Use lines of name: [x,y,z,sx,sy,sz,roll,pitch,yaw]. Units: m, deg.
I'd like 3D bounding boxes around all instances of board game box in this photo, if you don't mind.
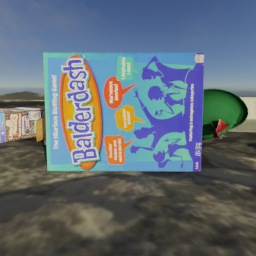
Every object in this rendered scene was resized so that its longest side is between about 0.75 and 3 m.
board game box: [-0.078,-0.305,5.486,2.970,2.259,0.668,-1,8,1]
board game box: [-3.844,-0.162,9.295,1.500,0.911,1.882,5,9,34]

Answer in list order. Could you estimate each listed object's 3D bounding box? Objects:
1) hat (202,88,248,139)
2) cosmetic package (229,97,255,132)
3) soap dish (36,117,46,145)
hat: [2.477,0.256,8.498,2.135,2.268,2.577,-21,-46,40]
cosmetic package: [3.597,-0.474,10.100,2.447,0.894,1.267,3,-21,11]
soap dish: [-1.738,-0.249,8.461,1.509,0.779,1.918,-26,2,17]
